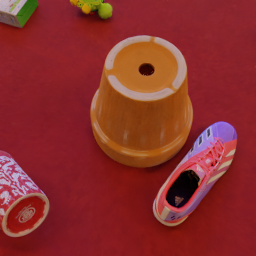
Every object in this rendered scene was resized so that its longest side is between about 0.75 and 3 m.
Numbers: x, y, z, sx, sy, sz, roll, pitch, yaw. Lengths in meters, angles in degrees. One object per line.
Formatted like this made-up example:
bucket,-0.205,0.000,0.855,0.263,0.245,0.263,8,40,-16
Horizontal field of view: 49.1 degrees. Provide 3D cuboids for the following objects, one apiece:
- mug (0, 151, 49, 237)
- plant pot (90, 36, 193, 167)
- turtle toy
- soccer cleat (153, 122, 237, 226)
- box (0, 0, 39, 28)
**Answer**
mug,-2.386,1.394,5.377,1.624,1.084,1.442,26,91,38
plant pot,0.313,-0.637,6.070,2.426,2.221,2.426,0,64,0
turtle toy,-1.041,-3.819,8.494,1.319,0.667,0.961,40,93,14
soccer cleat,1.585,0.839,6.009,0.964,1.035,2.827,37,69,17
box,-3.484,-3.740,8.529,0.990,0.543,1.122,17,65,8
